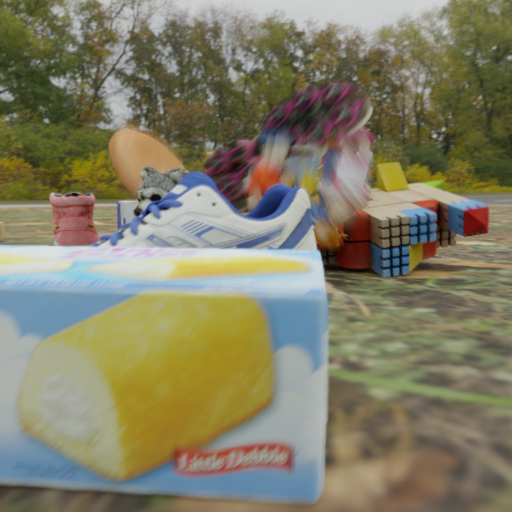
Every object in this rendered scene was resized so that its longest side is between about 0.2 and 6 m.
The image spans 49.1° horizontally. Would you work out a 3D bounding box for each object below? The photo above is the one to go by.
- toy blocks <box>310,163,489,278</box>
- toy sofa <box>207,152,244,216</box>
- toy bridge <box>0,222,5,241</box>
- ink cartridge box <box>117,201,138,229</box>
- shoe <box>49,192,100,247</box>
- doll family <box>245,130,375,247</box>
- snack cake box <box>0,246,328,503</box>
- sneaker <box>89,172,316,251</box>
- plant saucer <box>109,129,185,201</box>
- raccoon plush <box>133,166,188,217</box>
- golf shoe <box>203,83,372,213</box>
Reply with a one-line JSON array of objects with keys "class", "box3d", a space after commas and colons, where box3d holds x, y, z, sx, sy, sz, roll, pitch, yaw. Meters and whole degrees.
[{"class": "toy blocks", "box3d": [2.020, -0.432, 9.015, 3.371, 1.685, 2.304, -8, 18, -10]}, {"class": "toy sofa", "box3d": [-0.712, -1.448, 12.796, 0.746, 1.802, 0.879, -3, -28, -6]}, {"class": "toy bridge", "box3d": [-6.750, -0.398, 12.226, 1.192, 0.483, 3.545, 0, 7, -2]}, {"class": "ink cartridge box", "box3d": [-2.547, -0.706, 12.409, 0.416, 1.054, 2.119, 3, 6, 21]}, {"class": "shoe", "box3d": [-3.581, -0.657, 11.212, 0.966, 1.230, 2.703, -2, 7, -17]}, {"class": "doll family", "box3d": [0.860, -0.874, 7.812, 2.291, 1.422, 1.032, 10, -6, 46]}, {"class": "snack cake box", "box3d": [-1.001, 0.463, 3.116, 2.749, 0.924, 1.581, 1, 8, 5]}, {"class": "sneaker", "box3d": [-0.920, -0.050, 5.271, 3.309, 1.459, 1.246, -5, 10, -30]}, {"class": "plant saucer", "box3d": [-1.656, -1.377, 9.652, 0.323, 2.000, 2.000, -36, -6, 20]}, {"class": "raccoon plush", "box3d": [-1.021, -0.530, 8.487, 1.172, 1.623, 2.423, 2, 7, 17]}, {"class": "golf shoe", "box3d": [0.603, -1.794, 9.650, 3.185, 1.156, 1.467, -28, -27, 24]}]
